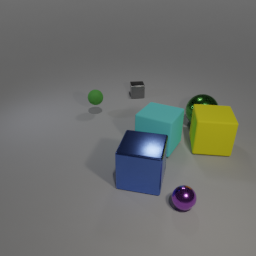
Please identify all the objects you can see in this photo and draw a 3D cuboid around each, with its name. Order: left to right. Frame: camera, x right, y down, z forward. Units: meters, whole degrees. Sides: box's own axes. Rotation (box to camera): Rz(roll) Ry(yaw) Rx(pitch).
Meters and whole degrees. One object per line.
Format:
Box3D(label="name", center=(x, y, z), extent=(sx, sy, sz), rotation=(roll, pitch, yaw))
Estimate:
Box3D(label="ball", center=(-1.472, -1.387, 12.684), extent=(0.700, 0.700, 0.700), rotation=(0, 31, 0))
Box3D(label="cube", center=(0.485, -2.014, 14.769), extent=(0.700, 0.700, 0.700), rotation=(-3, 29, -5))
Box3D(label="cube", center=(0.454, 1.060, 8.874), extent=(1.400, 1.400, 1.400), rotation=(7, 31, 12))
Box3D(label="cube", center=(1.170, 0.011, 10.485), extent=(1.400, 1.400, 1.400), rotation=(14, 30, 24))
Box3D(label="ball", center=(1.598, 1.986, 7.987), extent=(0.700, 0.700, 0.700), rotation=(0, 31, 0))
Box3D(label="ball", center=(3.163, -0.742, 11.951), extent=(1.400, 1.400, 1.400), rotation=(0, 31, 0))
Box3D(label="cube", center=(3.135, 0.055, 10.481), extent=(1.400, 1.400, 1.400), rotation=(4, 31, 5))
